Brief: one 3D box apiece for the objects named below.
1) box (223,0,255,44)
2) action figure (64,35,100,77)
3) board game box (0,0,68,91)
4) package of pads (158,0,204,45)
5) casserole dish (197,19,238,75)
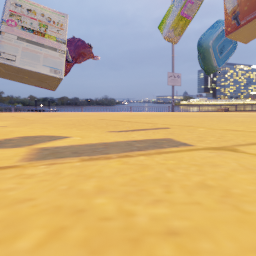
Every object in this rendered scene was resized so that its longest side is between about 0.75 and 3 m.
[{"bbox_3d":[3.307,-3.302,7.497,0.847,1.593,1.213,7,-14,-26],"label":"box"},{"bbox_3d":[-2.459,-2.720,11.499,1.432,2.138,1.592,14,-25,43],"label":"action figure"},{"bbox_3d":[-2.374,-2.118,6.918,1.571,2.129,0.684,13,-29,-27],"label":"board game box"},{"bbox_3d":[1.536,-3.374,8.279,0.539,1.581,1.221,21,31,-18],"label":"package of pads"},{"bbox_3d":[3.515,-3.145,10.738,0.506,1.580,2.609,6,43,47],"label":"casserole dish"}]
